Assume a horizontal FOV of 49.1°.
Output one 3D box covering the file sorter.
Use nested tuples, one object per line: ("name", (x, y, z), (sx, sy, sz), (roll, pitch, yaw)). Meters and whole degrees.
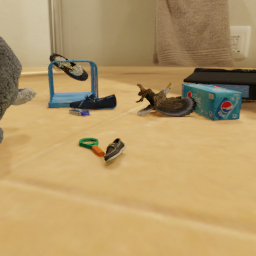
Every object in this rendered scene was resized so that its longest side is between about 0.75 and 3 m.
("file sorter", (-2.351, -2.020, 12.034), (2.019, 1.785, 2.910), (-3, 15, -12))

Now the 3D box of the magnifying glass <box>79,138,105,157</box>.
("magnifying glass", (-0.765, 0.404, 6.141), (0.448, 0.126, 1.127), (-7, 14, -24))

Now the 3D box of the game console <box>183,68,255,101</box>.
("game console", (4.062, -1.583, 11.637), (2.925, 2.572, 1.702), (8, 58, 27))

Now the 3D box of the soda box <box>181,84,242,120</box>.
("soda box", (2.817, -1.012, 9.933), (0.947, 0.896, 2.791), (-3, 16, -10))

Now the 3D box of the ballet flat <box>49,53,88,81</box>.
("ballet flat", (-2.401, -2.502, 11.540), (1.784, 0.652, 0.652), (30, 6, -19))

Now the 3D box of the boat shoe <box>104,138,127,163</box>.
("boat shoe", (-0.292, 0.426, 5.494), (0.329, 0.278, 0.923), (-31, 2, 18))

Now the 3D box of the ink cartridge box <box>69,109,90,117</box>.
("ink cartridge box", (-1.631, -0.530, 9.587), (0.771, 0.151, 0.383), (13, 19, 38))

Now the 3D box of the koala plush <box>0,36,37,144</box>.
("koala plush", (-3.150, -0.990, 6.239), (2.191, 2.271, 2.471), (33, 5, -8))

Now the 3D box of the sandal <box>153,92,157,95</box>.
("sandal", (1.219, -1.753, 14.035), (0.811, 0.232, 0.322), (-9, 17, -30))

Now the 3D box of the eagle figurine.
("eagle figurine", (1.261, -0.907, 9.628), (1.815, 1.370, 1.377), (25, 49, -25))

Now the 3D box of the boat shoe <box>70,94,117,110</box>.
("boat shoe", (-1.308, -1.015, 10.498), (1.766, 0.606, 0.743), (-5, 16, -19))
